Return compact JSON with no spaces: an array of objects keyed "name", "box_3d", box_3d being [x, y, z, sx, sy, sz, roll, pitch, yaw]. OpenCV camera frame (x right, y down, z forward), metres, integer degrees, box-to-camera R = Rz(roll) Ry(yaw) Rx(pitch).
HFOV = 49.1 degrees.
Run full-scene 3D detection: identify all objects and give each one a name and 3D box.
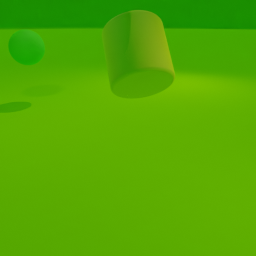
[{"name":"cylinder","box_3d":[0.105,-0.782,3.099,0.703,0.703,0.703,-9,-16,-3]},{"name":"ball","box_3d":[-3.475,-2.764,9.631,1.184,1.184,1.184,0,21,0]}]
